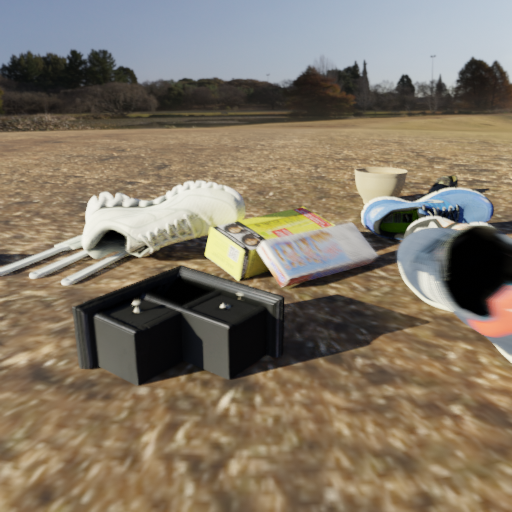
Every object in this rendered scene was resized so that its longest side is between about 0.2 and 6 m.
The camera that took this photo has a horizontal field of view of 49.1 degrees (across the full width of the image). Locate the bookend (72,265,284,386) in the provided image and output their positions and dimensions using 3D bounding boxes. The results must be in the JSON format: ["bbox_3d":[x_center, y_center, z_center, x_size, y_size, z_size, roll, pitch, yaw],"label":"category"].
[{"bbox_3d":[-0.807,0.818,6.048,1.601,0.742,1.611,15,24,36],"label":"bookend"}]

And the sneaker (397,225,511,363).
[{"bbox_3d":[2.492,0.077,6.737,1.211,1.365,3.231,-45,24,2],"label":"sneaker"}]

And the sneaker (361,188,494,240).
[{"bbox_3d":[3.489,-0.700,11.286,2.585,1.015,1.152,-7,23,5],"label":"sneaker"}]

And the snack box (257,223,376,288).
[{"bbox_3d":[1.046,-0.056,9.173,2.124,0.258,0.764,-12,60,-39],"label":"snack box"}]

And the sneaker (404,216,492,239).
[{"bbox_3d":[3.648,-0.334,10.277,1.817,0.670,0.727,-1,18,-2],"label":"sneaker"}]

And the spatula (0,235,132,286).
[{"bbox_3d":[-3.122,-0.032,10.036,1.893,0.219,2.722,7,17,18],"label":"spatula"}]

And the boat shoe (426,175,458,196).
[{"bbox_3d":[5.392,-2.013,16.195,0.631,0.581,1.767,12,20,36],"label":"boat shoe"}]

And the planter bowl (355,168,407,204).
[{"bbox_3d":[3.305,-1.834,14.981,1.366,0.919,1.366,0,17,0],"label":"planter bowl"}]

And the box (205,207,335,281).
[{"bbox_3d":[0.301,-0.269,9.750,2.375,0.595,0.894,-15,40,-43],"label":"box"}]

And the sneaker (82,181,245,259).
[{"bbox_3d":[-1.643,-0.524,9.850,2.976,1.118,1.206,-7,39,10],"label":"sneaker"}]
